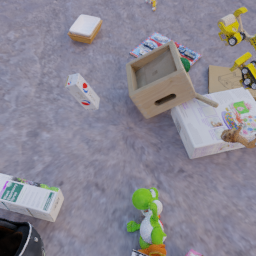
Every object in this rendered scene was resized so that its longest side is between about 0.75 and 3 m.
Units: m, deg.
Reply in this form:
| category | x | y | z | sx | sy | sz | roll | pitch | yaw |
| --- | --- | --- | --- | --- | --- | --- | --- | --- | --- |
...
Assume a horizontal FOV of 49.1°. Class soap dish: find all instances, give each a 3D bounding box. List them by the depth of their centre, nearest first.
| category | x | y | z | sx | sy | sz | roll | pitch | yaw |
| --- | --- | --- | --- | --- | --- | --- | --- | --- | --- |
| soap dish | -1.887 | -4.398 | 12.492 | 1.112 | 0.574 | 1.414 | 15 | 56 | 11 |

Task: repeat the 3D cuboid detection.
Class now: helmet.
| category | x | y | z | sx | sy | sz | roll | pitch | yaw |
| --- | --- | --- | --- | --- | --- | --- | --- | --- | --- |
| helmet | -2.876 | 3.058 | 6.382 | 1.834 | 1.924 | 1.924 | 17 | 53 | -15 |

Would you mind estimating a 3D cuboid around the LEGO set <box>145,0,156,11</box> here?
| category | x | y | z | sx | sy | sz | roll | pitch | yaw |
| --- | --- | --- | --- | --- | --- | --- | --- | --- | --- |
| LEGO set | 1.271 | -6.180 | 13.989 | 0.433 | 0.350 | 0.941 | -38 | 62 | 16 |

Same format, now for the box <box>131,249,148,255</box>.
| category | x | y | z | sx | sy | sz | roll | pitch | yaw |
| --- | --- | --- | --- | --- | --- | --- | --- | --- | --- |
| box | 0.846 | 3.359 | 5.936 | 1.784 | 2.262 | 0.563 | 15 | 58 | 11 |

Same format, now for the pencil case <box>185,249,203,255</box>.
| category | x | y | z | sx | sy | sz | roll | pitch | yaw |
| --- | --- | --- | --- | --- | --- | --- | --- | --- | --- |
| pencil case | 2.023 | 3.610 | 6.781 | 1.502 | 0.622 | 0.650 | 26 | 98 | 17 |

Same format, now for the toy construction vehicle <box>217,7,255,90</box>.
| category | x | y | z | sx | sy | sz | roll | pitch | yaw |
| --- | --- | --- | --- | --- | --- | --- | --- | --- | --- |
| toy construction vehicle | 3.149 | -2.154 | 7.560 | 1.736 | 0.702 | 1.994 | -37 | 95 | -27 |

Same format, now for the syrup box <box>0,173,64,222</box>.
| category | x | y | z | sx | sy | sz | roll | pitch | yaw |
| --- | --- | --- | --- | --- | --- | --- | --- | --- | --- |
| syrup box | -2.854 | 1.953 | 7.864 | 1.889 | 0.769 | 0.744 | 13 | 55 | 8 |

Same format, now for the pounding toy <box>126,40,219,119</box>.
| category | x | y | z | sx | sy | sz | roll | pitch | yaw |
| --- | --- | --- | --- | --- | --- | --- | --- | --- | --- |
| pounding toy | 1.420 | -1.485 | 9.521 | 2.395 | 1.703 | 2.205 | -23 | 44 | 18 |

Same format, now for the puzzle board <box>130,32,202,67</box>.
| category | x | y | z | sx | sy | sz | roll | pitch | yaw |
| --- | --- | --- | --- | --- | --- | --- | --- | --- | --- |
| puzzle board | 1.584 | -3.136 | 11.823 | 2.456 | 0.214 | 1.851 | 35 | 61 | 23 |

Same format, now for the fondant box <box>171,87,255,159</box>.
| category | x | y | z | sx | sy | sz | roll | pitch | yaw |
| --- | --- | --- | --- | --- | --- | --- | --- | --- | --- |
| fondant box | 3.055 | -0.221 | 9.383 | 2.723 | 0.793 | 1.964 | -12 | 55 | -6 |

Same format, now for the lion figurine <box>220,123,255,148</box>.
| category | x | y | z | sx | sy | sz | roll | pitch | yaw |
| --- | --- | --- | --- | --- | --- | --- | --- | --- | --- |
| lion figurine | 2.740 | 0.257 | 6.659 | 0.976 | 0.598 | 0.354 | 33 | 34 | 18 |

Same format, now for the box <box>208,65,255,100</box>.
| category | x | y | z | sx | sy | sz | roll | pitch | yaw |
| --- | --- | --- | --- | --- | --- | --- | --- | --- | --- |
| box | 4.044 | -1.772 | 10.863 | 1.824 | 0.194 | 1.491 | 8 | 55 | 5 |

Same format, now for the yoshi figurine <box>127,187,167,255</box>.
| category | x | y | z | sx | sy | sz | roll | pitch | yaw |
| --- | --- | --- | --- | --- | --- | --- | --- | --- | --- |
| yoshi figurine | 0.460 | 2.406 | 7.414 | 1.069 | 1.065 | 1.902 | -3 | 51 | 6 |

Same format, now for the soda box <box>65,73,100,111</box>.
| category | x | y | z | sx | sy | sz | roll | pitch | yaw |
| --- | --- | --- | --- | --- | --- | --- | --- | --- | --- |
| soda box | -1.246 | -0.973 | 7.820 | 0.385 | 1.209 | 0.412 | -7 | 58 | 22 |
